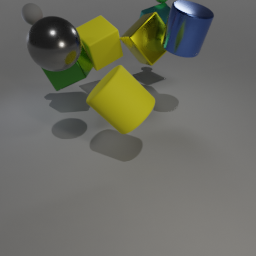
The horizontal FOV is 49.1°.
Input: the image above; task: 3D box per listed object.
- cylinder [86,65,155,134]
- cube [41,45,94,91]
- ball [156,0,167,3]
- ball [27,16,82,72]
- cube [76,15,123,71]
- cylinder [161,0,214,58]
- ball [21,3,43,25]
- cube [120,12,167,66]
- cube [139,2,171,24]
[{"bbox_3d":[-0.203,-0.783,7.858,1.400,1.400,1.400,-42,18,17],"label":"cylinder"},{"bbox_3d":[-2.388,-2.528,10.899,1.400,1.400,1.400,-21,26,18],"label":"cube"},{"bbox_3d":[1.531,-6.003,12.602,0.700,0.700,0.700,0,32,0],"label":"ball"},{"bbox_3d":[-1.935,-2.206,7.401,1.400,1.400,1.400,0,32,0],"label":"ball"},{"bbox_3d":[-1.235,-3.587,11.860,1.400,1.400,1.400,-33,57,-12],"label":"cube"},{"bbox_3d":[1.962,-3.326,9.421,1.400,1.400,1.400,8,42,-8],"label":"cylinder"},{"bbox_3d":[-3.282,-3.891,9.580,0.700,0.700,0.700,0,32,0],"label":"ball"},{"bbox_3d":[0.775,-3.487,11.032,1.400,1.400,1.400,-44,24,0],"label":"cube"},{"bbox_3d":[1.383,-4.536,12.745,1.400,1.400,1.400,-29,72,-23],"label":"cube"}]
